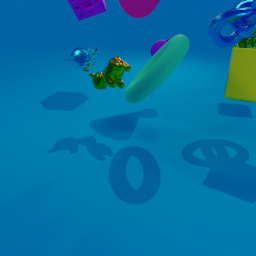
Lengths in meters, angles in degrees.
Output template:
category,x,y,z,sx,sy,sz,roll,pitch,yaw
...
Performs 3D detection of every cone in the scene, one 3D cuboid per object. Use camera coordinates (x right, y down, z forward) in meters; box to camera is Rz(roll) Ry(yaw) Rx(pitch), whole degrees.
category,x,y,z,sx,sy,sz,roll,pitch,yaw
cone,0.796,-4.438,8.908,1.659,1.659,1.665,22,33,33

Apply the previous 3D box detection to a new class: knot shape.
category,x,y,z,sx,sy,sz,roll,pitch,yaw
knot shape,3.072,-2.814,6.993,1.946,0.899,1.821,-34,7,-2

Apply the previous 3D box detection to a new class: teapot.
category,x,y,z,sx,sy,sz,roll,pitch,yaw
teapot,1.106,-2.545,9.440,0.701,1.127,0.552,11,41,-45

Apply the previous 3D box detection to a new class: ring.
category,x,y,z,sx,sy,sz,roll,pitch,yaw
ring,0.652,-1.384,6.655,0.404,2.022,2.022,41,30,-10

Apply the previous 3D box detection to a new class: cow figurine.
category,x,y,z,sx,sy,sz,roll,pitch,yaw
cow figurine,-0.528,-1.485,7.615,0.615,1.121,1.103,-4,37,-46

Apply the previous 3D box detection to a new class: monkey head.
category,x,y,z,sx,sy,sz,roll,pitch,yaw
monkey head,-1.200,-1.975,7.641,0.673,0.804,1.117,41,47,5

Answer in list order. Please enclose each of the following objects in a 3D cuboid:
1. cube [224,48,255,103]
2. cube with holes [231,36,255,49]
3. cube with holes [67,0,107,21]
category,x,y,z,sx,sy,sz,roll,pitch,yaw
cube,2.987,-1.153,6.472,1.127,1.127,1.127,12,9,29
cube with holes,4.150,-2.763,9.671,0.889,0.889,0.889,-6,-4,9
cube with holes,-1.579,-4.921,10.285,1.137,1.137,1.137,-16,65,8
